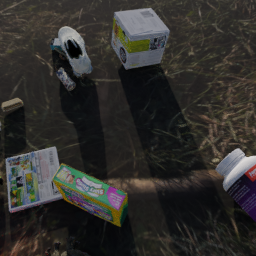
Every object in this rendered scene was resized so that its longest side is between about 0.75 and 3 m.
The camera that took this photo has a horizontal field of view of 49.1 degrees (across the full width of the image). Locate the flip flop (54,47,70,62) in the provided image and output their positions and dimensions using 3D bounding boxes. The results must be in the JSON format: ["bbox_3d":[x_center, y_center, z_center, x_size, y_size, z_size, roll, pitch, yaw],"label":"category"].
[{"bbox_3d":[-2.998,-3.302,12.788,1.102,0.447,0.317,38,94,18],"label":"flip flop"}]

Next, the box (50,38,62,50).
[{"bbox_3d":[-3.014,-3.950,13.239,1.206,0.296,0.496,2,57,1],"label":"box"}]

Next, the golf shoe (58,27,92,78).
[{"bbox_3d":[-2.373,-3.620,12.164,1.097,1.362,2.802,-27,68,-5],"label":"golf shoe"}]

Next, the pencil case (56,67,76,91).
[{"bbox_3d":[-2.635,-2.064,11.907,0.423,0.487,1.088,-30,63,-19],"label":"pencil case"}]

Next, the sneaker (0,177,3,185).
[{"bbox_3d":[-4.602,1.657,9.452,0.772,0.661,1.864,-5,62,-11],"label":"sneaker"}]

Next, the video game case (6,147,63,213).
[{"bbox_3d":[-3.214,1.712,9.622,1.785,0.215,1.958,-14,59,-9],"label":"video game case"}]

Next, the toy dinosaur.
[{"bbox_3d":[-1.829,3.811,7.911,2.142,0.824,1.095,-11,51,-10],"label":"toy dinosaur"}]

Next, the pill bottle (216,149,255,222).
[{"bbox_3d":[4.078,1.948,8.675,1.520,1.520,2.704,-32,63,-19],"label":"pill bottle"}]

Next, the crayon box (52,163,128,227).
[{"bbox_3d":[-1.059,2.059,8.427,2.115,1.825,0.616,21,60,13],"label":"crayon box"}]

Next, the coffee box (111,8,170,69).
[{"bbox_3d":[0.454,-3.888,12.217,1.773,1.753,1.770,-15,58,-20],"label":"coffee box"}]

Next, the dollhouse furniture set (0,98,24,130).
[{"bbox_3d":[-4.690,-0.598,10.754,1.447,1.147,1.027,-23,75,-17],"label":"dollhouse furniture set"}]
